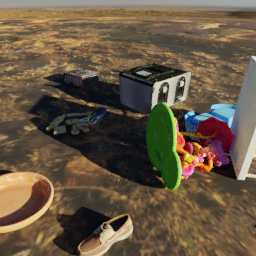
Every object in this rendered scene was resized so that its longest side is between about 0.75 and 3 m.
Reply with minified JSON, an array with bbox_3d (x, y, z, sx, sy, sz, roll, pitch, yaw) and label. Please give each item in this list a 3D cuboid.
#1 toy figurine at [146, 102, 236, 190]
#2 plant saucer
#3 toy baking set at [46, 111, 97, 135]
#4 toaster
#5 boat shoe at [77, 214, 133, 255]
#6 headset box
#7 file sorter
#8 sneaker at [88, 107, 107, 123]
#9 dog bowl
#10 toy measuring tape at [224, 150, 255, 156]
[{"bbox_3d":[2.047,0.496,8.115,2.380,1.941,2.586,0,49,-17],"label":"toy figurine"},{"bbox_3d":[-2.796,1.783,6.749,1.976,0.370,1.976,0,28,0],"label":"plant saucer"},{"bbox_3d":[-2.073,-0.178,10.715,1.597,0.242,2.080,9,29,10],"label":"toy baking set"},{"bbox_3d":[1.024,-1.859,12.438,2.403,1.577,2.658,-23,35,-36],"label":"toaster"},{"bbox_3d":[-0.475,2.192,5.835,1.327,0.476,0.502,-22,35,-36],"label":"boat shoe"},{"bbox_3d":[-2.460,-2.692,15.067,1.639,0.633,1.220,18,33,34],"label":"headset box"},{"bbox_3d":[4.144,-0.193,7.821,1.830,2.939,2.039,8,30,6],"label":"file sorter"},{"bbox_3d":[-1.100,-0.487,10.500,0.373,0.907,0.335,25,43,-48],"label":"sneaker"},{"bbox_3d":[3.228,-0.187,10.231,2.638,0.654,1.470,-17,32,-28],"label":"dog bowl"},{"bbox_3d":[3.560,0.725,8.816,0.983,0.362,0.362,1,27,1],"label":"toy measuring tape"}]
